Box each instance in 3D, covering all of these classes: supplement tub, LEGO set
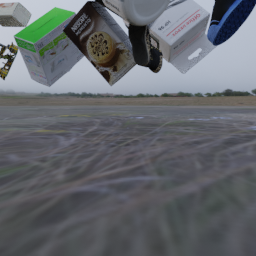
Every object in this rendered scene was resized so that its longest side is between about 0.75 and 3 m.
[{"bbox_3d":[-0.237,-3.182,5.777,1.382,1.382,2.255,-6,41,-48],"label":"supplement tub"},{"bbox_3d":[-4.647,-2.562,10.253,0.835,1.441,1.108,24,5,-23],"label":"LEGO set"}]

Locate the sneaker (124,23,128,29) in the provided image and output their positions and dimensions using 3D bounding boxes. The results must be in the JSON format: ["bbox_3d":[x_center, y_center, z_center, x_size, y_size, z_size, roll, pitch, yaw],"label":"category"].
[{"bbox_3d":[0.734,-4.023,11.071,2.152,0.817,0.977,4,37,-33],"label":"sneaker"}]

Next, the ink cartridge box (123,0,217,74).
[{"bbox_3d":[1.255,-3.116,8.323,1.593,2.745,0.931,-41,-17,-8],"label":"ink cartridge box"}]

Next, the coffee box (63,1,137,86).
[{"bbox_3d":[-0.562,-2.037,6.777,0.989,1.750,0.699,-38,7,29],"label":"coffee box"}]

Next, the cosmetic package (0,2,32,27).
[{"bbox_3d":[-3.542,-3.403,8.434,1.116,0.487,0.577,13,-14,29],"label":"cosmetic package"}]

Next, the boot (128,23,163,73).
[{"bbox_3d":[0.437,-1.908,6.466,0.455,1.244,0.937,-15,-13,26],"label":"boot"}]

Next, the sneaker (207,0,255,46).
[{"bbox_3d":[2.499,-3.306,6.534,0.928,2.645,1.031,-8,47,-43],"label":"sneaker"}]

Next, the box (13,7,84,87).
[{"bbox_3d":[-2.175,-2.354,8.166,0.833,1.520,1.723,24,57,21],"label":"box"}]
